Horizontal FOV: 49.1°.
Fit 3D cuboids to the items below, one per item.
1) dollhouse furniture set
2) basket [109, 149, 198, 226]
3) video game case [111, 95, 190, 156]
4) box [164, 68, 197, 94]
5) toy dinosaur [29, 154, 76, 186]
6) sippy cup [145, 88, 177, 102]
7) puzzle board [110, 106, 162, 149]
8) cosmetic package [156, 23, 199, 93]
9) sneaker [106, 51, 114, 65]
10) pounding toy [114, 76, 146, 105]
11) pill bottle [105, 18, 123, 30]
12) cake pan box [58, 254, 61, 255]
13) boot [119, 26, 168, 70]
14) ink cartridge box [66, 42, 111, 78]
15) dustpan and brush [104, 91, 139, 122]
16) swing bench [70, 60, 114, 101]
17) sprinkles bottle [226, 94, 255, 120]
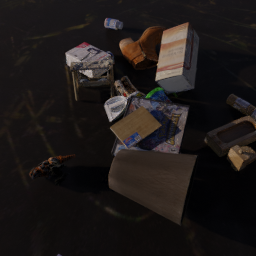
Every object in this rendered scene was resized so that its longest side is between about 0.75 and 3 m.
[{"bbox_3d":[4.957,0.209,10.011,2.780,2.382,2.923,-21,51,-18],"label":"dollhouse furniture set"},{"bbox_3d":[0.783,1.680,9.185,2.522,1.715,2.274,12,74,18],"label":"basket"},{"bbox_3d":[0.929,0.080,10.754,2.453,0.346,2.714,12,62,12],"label":"video game case"},{"bbox_3d":[2.423,-2.344,13.327,1.649,0.962,0.496,-24,54,-22],"label":"box"},{"bbox_3d":[-2.692,1.372,10.105,1.653,0.845,1.122,-45,42,-9],"label":"toy dinosaur"},{"bbox_3d":[1.380,-0.939,11.993,1.113,1.519,1.193,48,31,22],"label":"sippy cup"},{"bbox_3d":[0.293,-0.037,10.604,1.575,0.137,1.187,-34,62,-13],"label":"puzzle board"},{"bbox_3d":[2.072,-2.875,11.612,1.315,1.110,2.544,-8,62,36],"label":"cosmetic package"},{"bbox_3d":[-0.942,-3.881,15.034,0.422,0.494,1.122,-12,48,-10],"label":"sneaker"},{"bbox_3d":[0.110,-1.813,12.751,1.877,1.073,1.076,36,57,28],"label":"pounding toy"},{"bbox_3d":[-0.862,-6.398,17.271,1.043,0.585,0.585,17,50,13],"label":"pill bottle"},{"bbox_3d":[-1.648,4.776,7.085,2.246,0.588,2.069,30,56,24],"label":"cake pan box"},{"bbox_3d":[1.199,-4.193,14.969,2.988,1.101,2.312,-23,50,-5],"label":"boot"},{"bbox_3d":[-2.000,-3.493,14.451,1.945,0.820,1.408,32,55,26],"label":"ink cartridge box"},{"bbox_3d":[-0.240,-1.101,12.192,1.659,0.475,1.158,-24,50,1],"label":"dustpan and brush"},{"bbox_3d":[-1.558,-2.323,12.711,1.811,1.820,1.181,-2,47,-2],"label":"swing bench"},{"bbox_3d":[5.091,-0.939,12.333,0.509,0.509,1.491,-32,55,-26],"label":"sprinkles bottle"}]
